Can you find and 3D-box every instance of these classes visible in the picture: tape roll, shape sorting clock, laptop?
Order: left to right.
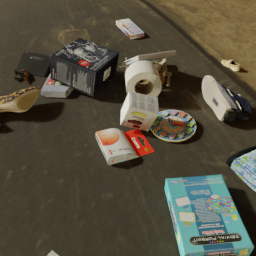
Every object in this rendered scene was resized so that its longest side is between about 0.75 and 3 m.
[{"bbox_3d":[-4.561,-3.359,14.730,1.790,1.108,1.912,13,71,15],"label":"laptop"},{"bbox_3d":[0.645,-2.007,12.082,1.516,1.516,1.041,-2,40,-2],"label":"tape roll"},{"bbox_3d":[1.731,-0.134,10.796,1.771,0.347,1.771,0,41,0],"label":"shape sorting clock"}]

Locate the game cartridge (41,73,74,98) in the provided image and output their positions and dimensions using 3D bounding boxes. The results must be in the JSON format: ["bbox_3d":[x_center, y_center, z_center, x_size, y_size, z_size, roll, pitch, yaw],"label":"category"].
[{"bbox_3d":[-3.135,-2.105,13.086,1.311,0.403,1.970,6,41,0],"label":"game cartridge"}]

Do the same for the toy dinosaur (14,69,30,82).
[{"bbox_3d":[-5.097,-2.561,13.542,0.703,0.529,1.036,-6,21,-29],"label":"toy dinosaur"}]

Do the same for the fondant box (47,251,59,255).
[{"bbox_3d":[-1.875,3.563,6.545,0.772,0.312,1.071,25,48,26],"label":"fondant box"}]

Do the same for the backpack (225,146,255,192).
[{"bbox_3d":[4.082,1.317,8.652,1.296,1.221,1.589,-15,60,-16],"label":"backpack"}]

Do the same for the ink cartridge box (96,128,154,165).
[{"bbox_3d":[-0.114,0.508,9.990,1.747,0.438,1.417,-16,44,-16],"label":"ink cartridge box"}]

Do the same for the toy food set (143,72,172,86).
[{"bbox_3d":[1.236,-2.272,13.283,1.586,0.318,1.095,5,55,9],"label":"toy food set"}]

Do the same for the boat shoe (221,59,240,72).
[{"bbox_3d":[5.332,-3.334,14.457,0.429,0.403,1.164,-23,46,-24],"label":"boat shoe"}]

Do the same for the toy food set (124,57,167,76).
[{"bbox_3d":[0.882,-3.173,14.095,2.076,0.627,1.490,1,41,1],"label":"toy food set"}]

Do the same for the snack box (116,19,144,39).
[{"bbox_3d":[0.095,-6.458,18.134,0.945,0.320,2.629,-14,43,-16],"label":"snack box"}]

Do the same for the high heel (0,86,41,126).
[{"bbox_3d":[-5.117,-1.257,11.568,1.922,0.963,2.696,32,59,23],"label":"high heel"}]

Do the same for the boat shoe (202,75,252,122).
[{"bbox_3d":[4.089,-1.249,11.761,1.234,0.994,2.662,0,46,-13],"label":"boat shoe"}]

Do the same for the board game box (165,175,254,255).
[{"bbox_3d":[2.088,2.385,7.725,1.734,0.539,2.297,-3,41,-4],"label":"board game box"}]

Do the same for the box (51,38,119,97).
[{"bbox_3d":[-1.948,-2.872,12.886,2.214,1.266,2.431,22,41,11],"label":"box"}]

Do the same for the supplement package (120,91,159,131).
[{"bbox_3d":[0.412,-0.611,10.484,1.142,1.092,0.840,12,49,-12],"label":"supplement package"}]

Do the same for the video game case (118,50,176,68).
[{"bbox_3d":[0.876,-3.233,13.213,2.115,0.233,1.928,-16,8,-27],"label":"video game case"}]
